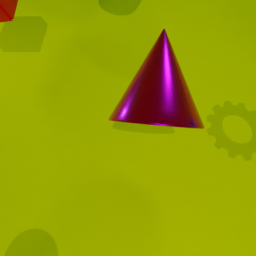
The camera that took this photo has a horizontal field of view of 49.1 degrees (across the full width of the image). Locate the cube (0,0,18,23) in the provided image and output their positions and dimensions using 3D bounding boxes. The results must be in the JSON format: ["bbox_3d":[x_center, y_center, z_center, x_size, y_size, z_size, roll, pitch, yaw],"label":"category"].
[{"bbox_3d":[-3.231,-3.126,6.106,1.176,1.176,1.176,-1,70,13],"label":"cube"}]

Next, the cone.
[{"bbox_3d":[0.533,-0.856,4.691,1.600,1.600,1.606,5,92,3],"label":"cone"}]
